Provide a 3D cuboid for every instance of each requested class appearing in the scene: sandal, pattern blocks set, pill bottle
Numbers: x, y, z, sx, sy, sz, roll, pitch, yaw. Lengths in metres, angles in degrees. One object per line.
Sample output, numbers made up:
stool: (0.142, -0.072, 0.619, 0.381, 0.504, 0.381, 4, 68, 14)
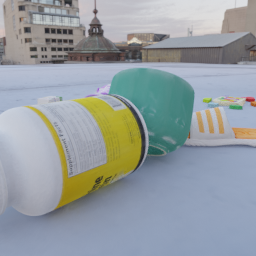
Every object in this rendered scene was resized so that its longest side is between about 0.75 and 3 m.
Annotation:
sandal: (2.250, -0.091, 6.422, 2.836, 0.813, 1.087, 1, 15, 3)
pattern blocks set: (4.090, -1.075, 11.186, 2.141, 0.197, 2.436, 5, 16, 19)
pill bottle: (-0.954, 0.331, 3.823, 1.379, 1.379, 2.461, 14, 20, 41)

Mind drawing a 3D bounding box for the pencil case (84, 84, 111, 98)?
pencil case: (-0.684, -0.685, 8.043, 1.080, 1.060, 2.525, 34, 14, -4)

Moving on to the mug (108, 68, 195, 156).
mug: (0.455, -0.123, 5.507, 1.669, 1.256, 2.031, 0, -21, 34)

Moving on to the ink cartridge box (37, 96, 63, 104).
ink cartridge box: (-2.953, -0.992, 10.622, 0.571, 0.331, 0.788, 7, 17, 24)
